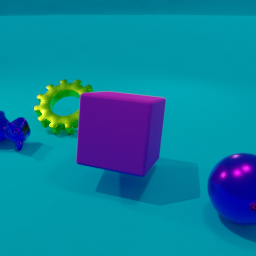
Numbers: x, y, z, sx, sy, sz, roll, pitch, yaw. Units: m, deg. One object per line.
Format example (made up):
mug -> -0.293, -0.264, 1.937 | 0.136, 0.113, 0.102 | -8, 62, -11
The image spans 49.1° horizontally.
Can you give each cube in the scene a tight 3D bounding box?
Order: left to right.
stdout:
cube -> -0.091, 0.026, 5.570 | 1.352, 1.352, 1.352 | 9, 11, 17

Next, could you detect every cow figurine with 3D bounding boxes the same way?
cow figurine -> -3.270, 0.113, 7.079 | 1.487, 0.816, 1.463 | -20, 32, -18

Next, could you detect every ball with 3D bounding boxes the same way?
ball -> 1.908, 0.990, 4.591 | 1.172, 1.172, 1.172 | 0, 24, 0

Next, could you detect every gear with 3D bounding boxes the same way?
gear -> -1.767, -0.647, 8.140 | 1.787, 0.331, 1.787 | -1, 57, 2
